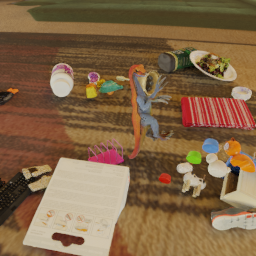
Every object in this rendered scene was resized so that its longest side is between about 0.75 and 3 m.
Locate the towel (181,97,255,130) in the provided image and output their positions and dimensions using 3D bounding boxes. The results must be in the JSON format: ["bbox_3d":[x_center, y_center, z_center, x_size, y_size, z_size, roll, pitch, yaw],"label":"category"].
[{"bbox_3d":[3.805,-0.684,12.215,2.915,0.328,2.108,2,39,3],"label":"towel"}]

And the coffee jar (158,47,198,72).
[{"bbox_3d":[3.016,-4.106,16.732,2.417,1.031,1.261,-21,39,-27],"label":"coffee jar"}]

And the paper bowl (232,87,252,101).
[{"bbox_3d":[5.491,-1.619,13.585,0.878,0.457,0.878,0,34,0],"label":"paper bowl"}]

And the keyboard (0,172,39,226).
[{"bbox_3d":[-3.820,2.072,8.159,1.271,0.484,2.442,13,35,18],"label":"keyboard"}]

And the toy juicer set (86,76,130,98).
[{"bbox_3d":[-0.978,-2.082,14.195,2.416,0.657,1.537,-16,23,-8],"label":"toy juicer set"}]

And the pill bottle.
[{"bbox_3d":[-3.321,-2.400,14.153,1.126,1.126,2.007,-5,36,-7],"label":"pill bottle"}]

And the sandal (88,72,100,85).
[{"bbox_3d":[-1.868,-2.842,15.450,0.636,0.384,1.562,-6,35,-9],"label":"sandal"}]

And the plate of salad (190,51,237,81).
[{"bbox_3d":[4.887,-3.659,15.802,2.898,0.696,2.898,13,43,-13],"label":"plate of salad"}]

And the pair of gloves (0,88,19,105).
[{"bbox_3d":[-6.690,-1.603,13.764,2.076,0.257,1.850,11,34,11],"label":"pair of gloves"}]

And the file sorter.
[{"bbox_3d":[-0.770,0.891,9.706,1.042,0.653,0.724,-20,40,-27],"label":"file sorter"}]

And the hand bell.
[{"bbox_3d":[0.291,-2.364,14.388,2.502,1.303,1.303,13,35,39],"label":"hand bell"}]

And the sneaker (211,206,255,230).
[{"bbox_3d":[3.004,2.360,7.667,1.517,0.585,0.621,-1,28,-2],"label":"sneaker"}]

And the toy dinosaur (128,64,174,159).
[{"bbox_3d":[0.482,-0.670,9.244,2.817,2.556,1.479,-39,11,-3],"label":"toy dinosaur"}]

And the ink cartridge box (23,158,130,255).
[{"bbox_3d":[-1.280,2.230,7.995,2.286,0.707,2.819,7,49,9],"label":"ink cartridge box"}]

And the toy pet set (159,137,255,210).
[{"bbox_3d":[2.728,0.961,7.792,2.707,2.900,1.540,28,59,-5],"label":"toy pet set"}]

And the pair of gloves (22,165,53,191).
[{"bbox_3d":[-2.797,1.553,8.995,0.944,0.195,1.110,-9,34,-36],"label":"pair of gloves"}]
